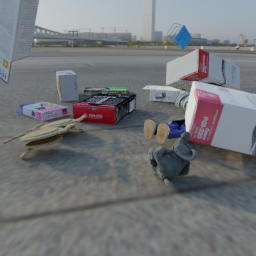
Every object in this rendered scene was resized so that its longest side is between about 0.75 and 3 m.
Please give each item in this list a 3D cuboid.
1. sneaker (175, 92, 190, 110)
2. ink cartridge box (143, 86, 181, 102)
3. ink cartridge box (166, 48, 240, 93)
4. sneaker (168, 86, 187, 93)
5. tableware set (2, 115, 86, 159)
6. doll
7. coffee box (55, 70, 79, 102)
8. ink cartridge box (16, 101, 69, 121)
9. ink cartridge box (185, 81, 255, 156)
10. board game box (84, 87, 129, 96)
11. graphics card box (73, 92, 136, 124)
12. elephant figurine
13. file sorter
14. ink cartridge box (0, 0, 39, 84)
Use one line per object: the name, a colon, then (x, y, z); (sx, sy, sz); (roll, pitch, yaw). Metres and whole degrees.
sneaker: (2.951, -0.943, 10.880); (2.138, 0.807, 1.230); (-15, 36, -36)
ink cartridge box: (1.563, -1.571, 12.812); (1.655, 0.557, 0.969); (6, 19, 15)
ink cartridge box: (3.159, -2.169, 11.751); (2.555, 1.070, 1.843); (11, -14, -31)
sneaker: (2.985, -2.424, 14.124); (2.323, 1.403, 0.971); (15, 23, 40)
tableware set: (-2.015, 0.182, 7.494); (1.551, 0.470, 2.346); (-10, 11, 7)
doll: (1.652, 0.022, 7.741); (2.404, 0.583, 1.640); (-7, 17, -39)
coffee box: (-2.921, -2.055, 13.327); (0.839, 1.203, 2.104); (-6, 17, -16)
ink cartridge box: (-3.202, -0.678, 10.367); (1.819, 0.382, 1.085); (12, 21, 39)
ink cartridge box: (2.789, -0.212, 6.820); (2.600, 1.102, 1.894); (12, 22, 6)
board game box: (-1.130, -1.907, 14.447); (2.221, 0.261, 1.164); (-2, 15, -5)
graphics card box: (-0.760, -0.791, 10.242); (1.546, 0.627, 2.465); (5, 19, 17)
elephant figurine: (1.023, 0.574, 5.614); (1.120, 0.869, 0.792); (-15, -1, -19)
file sorter: (2.194, -3.934, 11.989); (0.579, 0.655, 0.944); (39, 6, 36)
ink cartridge box: (-2.587, -2.346, 5.358); (2.164, 2.204, 0.477); (39, 36, 21)
